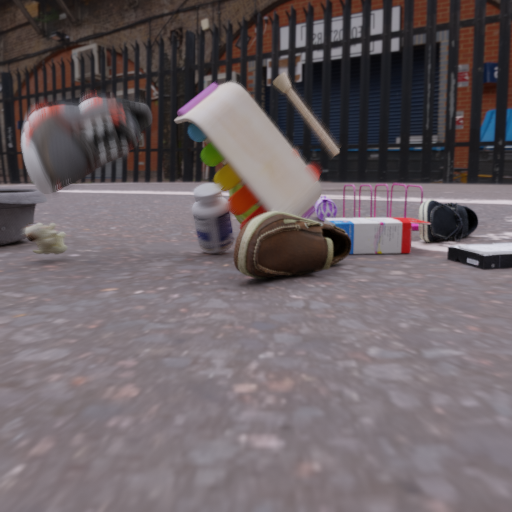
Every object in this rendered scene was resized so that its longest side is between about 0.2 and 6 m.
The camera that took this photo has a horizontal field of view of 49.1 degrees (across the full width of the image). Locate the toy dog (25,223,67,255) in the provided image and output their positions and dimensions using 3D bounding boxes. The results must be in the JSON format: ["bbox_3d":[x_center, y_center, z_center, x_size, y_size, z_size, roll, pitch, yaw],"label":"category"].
[{"bbox_3d":[-3.289,-0.298,8.627,0.562,0.404,0.580,-18,-34,12],"label":"toy dog"}]

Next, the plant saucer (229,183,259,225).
[{"bbox_3d":[0.129,-1.255,11.137,1.724,1.724,0.268,5,6,29],"label":"plant saucer"}]

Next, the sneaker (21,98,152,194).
[{"bbox_3d":[-2.327,-1.804,8.152,1.134,1.067,2.770,-6,30,16],"label":"sneaker"}]

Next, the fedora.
[{"bbox_3d":[-5.169,-0.730,10.496,2.352,1.062,2.080,-4,11,-35],"label":"fedora"}]

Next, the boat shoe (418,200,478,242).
[{"bbox_3d":[3.814,-0.696,11.124,0.697,0.836,2.240,0,2,39],"label":"boat shoe"}]

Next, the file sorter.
[{"bbox_3d":[2.958,-1.172,13.231,1.686,1.057,1.172,-1,9,-4],"label":"file sorter"}]

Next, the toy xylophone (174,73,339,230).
[{"bbox_3d":[0.141,-1.662,9.017,2.019,2.758,0.693,-35,7,-21],"label":"toy xylophone"}]

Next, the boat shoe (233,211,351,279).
[{"bbox_3d":[0.633,-0.151,7.629,0.887,0.885,2.397,12,14,29],"label":"boat shoe"}]

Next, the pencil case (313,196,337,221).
[{"bbox_3d":[1.919,-1.307,15.433,0.612,0.624,1.459,0,10,3],"label":"pencil case"}]

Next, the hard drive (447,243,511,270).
[{"bbox_3d":[3.790,-0.010,8.611,1.352,0.256,0.944,-1,10,-14],"label":"hard drive"}]

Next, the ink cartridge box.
[{"bbox_3d":[2.081,-0.362,9.789,1.652,0.555,0.960,-1,9,-3],"label":"ink cartridge box"}]

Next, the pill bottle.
[{"bbox_3d":[-0.730,-0.628,9.310,0.600,1.080,0.600,-5,35,3],"label":"pill bottle"}]
